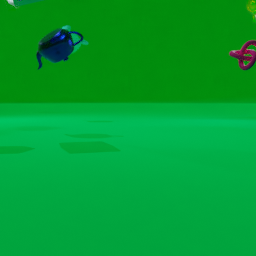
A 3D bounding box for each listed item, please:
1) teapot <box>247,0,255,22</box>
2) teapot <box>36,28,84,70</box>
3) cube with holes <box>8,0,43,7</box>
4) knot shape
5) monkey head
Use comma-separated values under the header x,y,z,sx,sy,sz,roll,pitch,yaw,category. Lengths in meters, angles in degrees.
x,y,z,sx,sy,sz,roll,pitch,yaw,category
3.627,-3.538,7.820,0.537,1.097,0.682,-9,17,-24,teapot
-1.718,-1.901,6.741,1.425,0.698,0.886,-27,36,9,teapot
-2.011,-2.879,5.428,0.771,0.771,0.771,-23,35,-20,cube with holes
3.963,-2.500,9.552,0.994,1.062,0.491,19,-18,34,knot shape
-2.407,-3.580,11.406,1.457,1.048,0.878,-14,-38,5,monkey head
